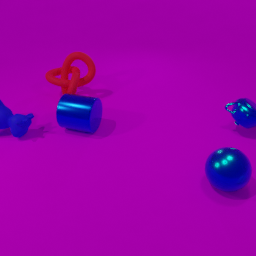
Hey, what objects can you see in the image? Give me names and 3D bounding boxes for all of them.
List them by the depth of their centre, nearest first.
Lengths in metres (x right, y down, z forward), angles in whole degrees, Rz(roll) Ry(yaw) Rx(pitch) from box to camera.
[{"bbox_3d":[2.385,0.986,6.700,1.070,1.070,1.070,0,36,0],"label":"ball"},{"bbox_3d":[-3.711,-0.386,8.419,1.544,1.569,0.861,-23,15,22],"label":"cow figurine"},{"bbox_3d":[3.587,-0.372,8.454,1.601,0.784,0.995,24,34,-18],"label":"teapot"},{"bbox_3d":[-1.478,-0.468,8.661,1.095,1.095,1.095,10,37,13],"label":"cylinder"},{"bbox_3d":[-2.194,-1.886,10.190,1.744,0.861,1.863,18,78,30],"label":"knot shape"}]
